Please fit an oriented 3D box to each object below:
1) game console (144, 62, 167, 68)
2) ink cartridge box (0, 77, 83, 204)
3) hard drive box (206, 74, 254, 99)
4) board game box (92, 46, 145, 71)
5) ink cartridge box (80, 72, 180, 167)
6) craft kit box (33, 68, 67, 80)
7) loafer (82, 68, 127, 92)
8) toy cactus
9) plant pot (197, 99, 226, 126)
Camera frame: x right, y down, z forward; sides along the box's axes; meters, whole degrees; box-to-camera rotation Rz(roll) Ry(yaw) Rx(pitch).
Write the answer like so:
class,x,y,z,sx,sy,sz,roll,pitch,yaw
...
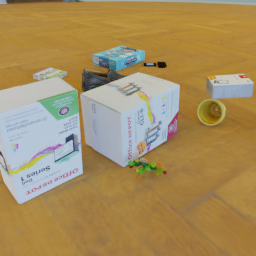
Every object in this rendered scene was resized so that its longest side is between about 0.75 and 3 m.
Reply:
class,x,y,z,sx,sy,sz,roll,pitch,yaw
game console,1.628,-3.819,16.903,1.359,0.164,0.802,-1,31,0
ink cartridge box,-2.412,0.318,7.537,2.054,2.837,1.191,-23,41,-33
hard drive box,3.568,-1.489,9.952,1.358,0.522,1.058,-3,28,3
board game box,-0.556,-4.356,17.331,1.997,0.621,2.646,24,39,34
ink cartridge box,0.105,-0.411,9.471,2.753,2.001,1.991,-28,40,-35
craft kit box,-4.237,-2.893,15.270,1.279,0.314,1.295,15,35,28
loafer,-0.831,-2.411,13.723,2.898,1.048,1.055,-5,31,-9
toy cactus,0.527,1.160,8.357,1.140,0.583,0.941,4,10,-9
plant pot,3.370,-0.666,11.022,1.014,1.014,0.954,20,21,30
